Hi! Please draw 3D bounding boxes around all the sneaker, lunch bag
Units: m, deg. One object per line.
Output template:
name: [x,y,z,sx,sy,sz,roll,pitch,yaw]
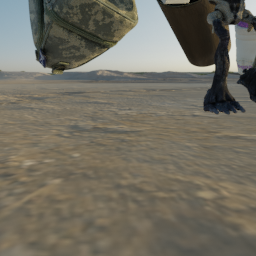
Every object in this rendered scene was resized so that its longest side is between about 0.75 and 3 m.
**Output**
sneaker: [1.906,-1.168,3.896,1.592,0.793,0.596,-24,30,-37]
lunch bag: [-1.228,-2.798,6.119,1.872,2.687,2.253,7,-28,-43]

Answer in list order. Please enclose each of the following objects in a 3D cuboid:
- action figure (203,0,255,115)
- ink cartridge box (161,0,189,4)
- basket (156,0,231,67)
action figure: [1.160,-1.353,2.614,1.381,2.324,1.186,-10,13,-15]
ink cartridge box: [0.905,-3.232,5.090,0.630,1.086,1.505,-14,-29,-23]
basket: [2.068,-3.230,8.301,1.766,2.597,2.341,-31,48,9]
